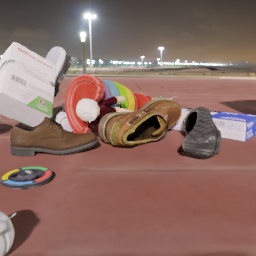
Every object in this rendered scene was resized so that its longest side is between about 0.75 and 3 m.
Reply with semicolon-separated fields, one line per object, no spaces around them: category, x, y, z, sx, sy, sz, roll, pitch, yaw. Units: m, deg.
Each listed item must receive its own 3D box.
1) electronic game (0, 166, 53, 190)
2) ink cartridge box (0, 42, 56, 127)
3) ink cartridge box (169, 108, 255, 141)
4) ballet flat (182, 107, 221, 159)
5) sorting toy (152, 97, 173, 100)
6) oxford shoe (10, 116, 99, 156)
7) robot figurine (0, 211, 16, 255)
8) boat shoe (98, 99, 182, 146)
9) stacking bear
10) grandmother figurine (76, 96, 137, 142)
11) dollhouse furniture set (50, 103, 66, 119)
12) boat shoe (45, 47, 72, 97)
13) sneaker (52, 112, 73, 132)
electronic game;-1.677;0.807;4.654;0.823;0.171;0.823;0;12;0
ink cartridge box;-3.021;-1.258;8.253;0.880;2.088;1.525;-33;-44;31
ink cartridge box;2.428;-0.173;8.229;2.466;0.545;1.159;11;17;41
ballet flat;1.581;-0.021;6.660;0.761;0.890;2.678;8;14;3
sorting toy;1.668;-1.426;14.627;1.255;0.250;1.697;1;15;29
oxford shoe;-1.605;0.159;6.169;1.921;0.811;0.698;-1;10;-11
robot figurine;-1.441;1.084;2.587;0.767;0.511;0.904;-32;-2;25
boat shoe;0.604;-0.068;7.128;2.756;0.992;0.937;-21;29;-38
stacking bear;-0.337;-0.623;8.243;2.641;1.604;1.502;5;23;-42
grandmother figurine;-0.450;-0.254;7.031;0.610;1.221;2.013;6;-8;42
dollhouse furniture set;-1.907;-0.590;9.725;1.873;0.723;0.936;-2;13;-9
boat shoe;-3.007;-1.634;10.665;1.013;2.896;0.959;21;-5;33
sneaker;-1.613;-0.278;8.665;0.855;0.559;1.488;14;22;40
